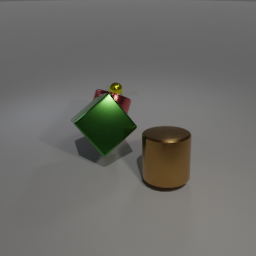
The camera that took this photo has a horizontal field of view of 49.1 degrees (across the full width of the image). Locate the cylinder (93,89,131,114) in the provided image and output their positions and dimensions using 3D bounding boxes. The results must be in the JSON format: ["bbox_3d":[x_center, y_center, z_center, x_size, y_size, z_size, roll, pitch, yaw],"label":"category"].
[{"bbox_3d":[-0.724,-0.581,10.489,1.400,1.400,1.400,16,1,0],"label":"cylinder"}]

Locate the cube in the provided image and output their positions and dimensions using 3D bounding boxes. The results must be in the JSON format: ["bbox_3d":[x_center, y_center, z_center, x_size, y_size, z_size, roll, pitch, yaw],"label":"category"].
[{"bbox_3d":[-0.813,-0.146,9.005,1.400,1.400,1.400,-42,15,-8],"label":"cube"}]

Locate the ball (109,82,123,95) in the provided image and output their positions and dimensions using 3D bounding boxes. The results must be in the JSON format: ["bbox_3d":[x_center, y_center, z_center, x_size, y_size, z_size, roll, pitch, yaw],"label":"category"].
[{"bbox_3d":[-0.622,-1.986,14.368,0.700,0.700,0.700,0,28,0],"label":"ball"}]

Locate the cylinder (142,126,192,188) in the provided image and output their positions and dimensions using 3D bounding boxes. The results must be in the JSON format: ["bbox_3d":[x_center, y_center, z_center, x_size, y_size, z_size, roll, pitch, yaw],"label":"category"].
[{"bbox_3d":[1.112,0.794,8.157,1.400,1.400,1.400,-2,17,0],"label":"cylinder"}]
